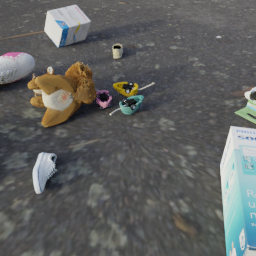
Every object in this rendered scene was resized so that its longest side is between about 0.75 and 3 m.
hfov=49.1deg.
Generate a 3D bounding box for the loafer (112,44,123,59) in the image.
[{"bbox_3d":[-0.438,-3.424,12.154,0.481,0.434,1.271,-2,36,-3],"label":"loafer"}]

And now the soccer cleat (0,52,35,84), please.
[{"bbox_3d":[-4.561,-1.688,9.414,2.971,1.038,1.282,-19,43,-14],"label":"soccer cleat"}]

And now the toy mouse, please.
[{"bbox_3d":[-0.295,-0.803,8.617,2.098,0.406,1.865,4,40,8],"label":"toy mouse"}]

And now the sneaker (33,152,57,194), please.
[{"bbox_3d":[-1.829,0.938,6.241,0.426,0.440,1.204,-7,36,-3],"label":"sneaker"}]

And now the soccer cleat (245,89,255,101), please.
[{"bbox_3d":[3.121,-0.799,6.454,0.844,0.295,0.364,-4,15,-5],"label":"soccer cleat"}]

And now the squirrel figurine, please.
[{"bbox_3d":[-1.995,-1.201,8.539,2.029,1.436,1.894,-19,28,-19],"label":"squirrel figurine"}]

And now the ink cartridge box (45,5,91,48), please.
[{"bbox_3d":[-2.797,-4.721,12.985,1.619,1.171,1.192,-31,76,-35],"label":"ink cartridge box"}]

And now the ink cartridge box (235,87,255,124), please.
[{"bbox_3d":[4.446,-0.832,8.455,2.222,0.659,1.153,-23,42,-28],"label":"ink cartridge box"}]

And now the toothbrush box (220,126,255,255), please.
[{"bbox_3d":[2.891,1.360,5.006,2.115,1.232,2.889,8,36,10],"label":"toothbrush box"}]
